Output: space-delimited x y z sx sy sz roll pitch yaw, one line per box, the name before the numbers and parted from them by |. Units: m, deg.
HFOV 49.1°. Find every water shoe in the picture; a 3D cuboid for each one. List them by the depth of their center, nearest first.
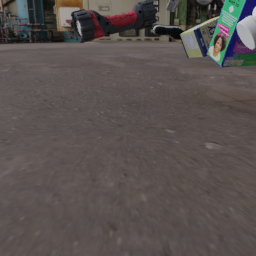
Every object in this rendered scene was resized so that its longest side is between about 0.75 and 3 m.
water shoe | 1.377 -3.288 9.392 1.159 0.414 0.457 7 37 -17

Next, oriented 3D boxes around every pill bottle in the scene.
pill bottle | 2.370 -1.777 4.456 1.126 0.644 0.644 -33 19 8

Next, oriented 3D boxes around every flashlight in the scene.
flashlight | -0.396 -3.655 9.338 2.951 1.003 0.999 -23 7 -22

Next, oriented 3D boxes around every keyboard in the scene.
keyboard | 1.950 -5.281 11.552 0.410 0.078 1.457 20 -15 -4

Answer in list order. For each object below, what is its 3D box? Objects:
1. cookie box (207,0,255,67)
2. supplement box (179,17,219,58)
cookie box | 2.837 -2.368 6.186 1.618 1.892 0.711 -7 41 -20
supplement box | 2.523 -2.867 8.800 1.277 0.858 1.276 -27 16 -5
